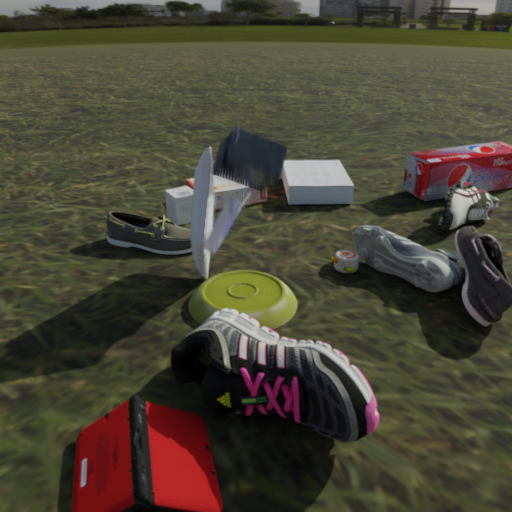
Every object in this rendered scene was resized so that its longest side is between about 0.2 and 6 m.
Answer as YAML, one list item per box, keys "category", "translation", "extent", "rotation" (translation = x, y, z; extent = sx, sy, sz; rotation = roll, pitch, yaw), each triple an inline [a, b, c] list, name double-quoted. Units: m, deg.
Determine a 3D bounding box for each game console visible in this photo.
- category: "game console"
  translation: [-1.284, 2.467, 6.416]
  extent: [1.348, 0.928, 1.564]
  rotation: [-34, 29, 3]

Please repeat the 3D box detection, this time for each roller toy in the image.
- category: "roller toy"
  translation: [1.751, 0.092, 10.888]
  extent: [0.498, 0.348, 0.454]
  rotation: [19, 33, 33]

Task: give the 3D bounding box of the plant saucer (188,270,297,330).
- category: "plant saucer"
  translation: [-0.233, 0.709, 9.737]
  extent: [1.897, 0.295, 1.897]
  rotation: [-1, 27, 0]

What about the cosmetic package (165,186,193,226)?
- category: "cosmetic package"
  translation: [-1.716, -1.162, 12.968]
  extent: [0.582, 0.706, 0.582]
  rotation: [-15, 31, -28]

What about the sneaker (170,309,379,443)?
- category: "sneaker"
  translation: [0.039, 1.625, 7.058]
  extent: [3.074, 1.134, 1.344]
  rotation: [20, 33, 41]

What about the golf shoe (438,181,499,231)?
- category: "golf shoe"
  translation: [4.859, -1.137, 12.796]
  extent: [1.008, 0.884, 2.289]
  rotation: [22, 34, 25]

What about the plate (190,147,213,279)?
- category: "plate"
  translation: [-0.959, -0.707, 9.995]
  extent: [0.299, 1.846, 1.850]
  rotation: [3, 70, -3]

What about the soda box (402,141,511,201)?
- category: "soda box"
  translation: [5.429, -2.237, 14.675]
  extent: [3.081, 1.078, 0.977]
  rotation: [-10, 28, -19]

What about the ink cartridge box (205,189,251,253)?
- category: "ink cartridge box"
  translation: [-0.510, -0.662, 9.859]
  extent: [0.275, 1.270, 1.258]
  rotation: [32, 1, -3]

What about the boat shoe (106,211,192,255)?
- category: "boat shoe"
  translation: [-2.167, -0.513, 11.753]
  extent: [2.149, 0.642, 0.768]
  rotation: [8, 28, 15]

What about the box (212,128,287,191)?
- category: "box"
  translation: [-0.124, -1.581, 9.320]
  extent: [0.950, 0.589, 0.934]
  rotation: [17, -13, -15]

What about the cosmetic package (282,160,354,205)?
- category: "cosmetic package"
  translation: [1.557, -1.964, 14.722]
  extent: [1.626, 0.557, 2.156]
  rotation: [-2, 27, -1]

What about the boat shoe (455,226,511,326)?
- category: "boat shoe"
  translation: [4.119, 0.174, 9.875]
  extent: [0.928, 0.791, 2.776]
  rotation: [42, 33, -12]

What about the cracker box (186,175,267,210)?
- category: "cracker box"
  translation: [-0.758, -1.650, 14.150]
  extent: [1.779, 0.513, 1.191]
  rotation: [-11, 29, -20]

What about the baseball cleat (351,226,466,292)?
- category: "baseball cleat"
  translation: [2.923, 0.043, 10.738]
  extent: [1.209, 0.792, 2.271]
  rotation: [-7, 32, -37]
